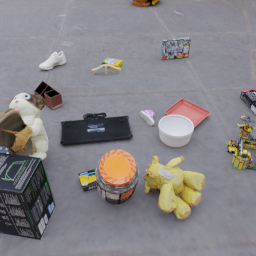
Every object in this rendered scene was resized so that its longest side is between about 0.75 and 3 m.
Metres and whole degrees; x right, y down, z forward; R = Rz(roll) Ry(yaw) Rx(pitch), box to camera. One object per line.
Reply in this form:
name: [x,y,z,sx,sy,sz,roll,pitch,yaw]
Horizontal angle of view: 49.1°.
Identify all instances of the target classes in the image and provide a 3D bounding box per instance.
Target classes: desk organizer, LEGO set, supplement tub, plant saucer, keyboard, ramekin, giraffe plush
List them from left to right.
desk organizer: [-3.257,-1.340,11.348,0.528,0.567,1.472,-30,48,-32]
keyboard: [-1.140,-0.018,9.952,2.458,0.315,1.476,-5,46,-7]
supplement tub: [-0.276,1.249,7.080,1.065,1.739,1.065,2,63,-3]
giraffe plush: [1.011,1.444,7.484,1.413,1.637,1.328,-48,21,-17]
ramekin: [1.608,0.129,9.502,1.167,0.612,1.167,0,39,0]
plant saucer: [2.211,-0.509,10.539,1.293,0.238,1.295,32,48,28]
LEGO set: [4.342,0.454,8.492,2.363,1.369,1.817,17,42,19]

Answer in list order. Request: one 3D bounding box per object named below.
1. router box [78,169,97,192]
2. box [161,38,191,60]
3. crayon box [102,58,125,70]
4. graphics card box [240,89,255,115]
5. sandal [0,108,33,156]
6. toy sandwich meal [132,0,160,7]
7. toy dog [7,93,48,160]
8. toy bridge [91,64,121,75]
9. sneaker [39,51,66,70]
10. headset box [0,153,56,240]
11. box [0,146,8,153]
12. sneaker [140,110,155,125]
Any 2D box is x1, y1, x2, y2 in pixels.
router box: [-1.000,1.482,8.156,0.779,0.199,0.581,-14,41,-17]
box: [2.439,-4.050,14.362,1.450,0.993,0.289,-9,40,-10]
crayon box: [-0.707,-3.173,13.860,1.002,0.258,0.630,16,42,18]
graphics card box: [5.217,-1.026,11.126,0.892,0.362,1.423,-6,38,-9]
sandal: [-2.552,0.261,6.575,0.598,2.214,0.889,24,66,9]
toy sandwich meal: [1.504,-10.385,22.344,2.660,0.911,2.660,2,37,-2]
toy dog: [-2.816,-0.082,8.000,1.274,1.825,1.770,3,13,22]
toy bridge: [-1.041,-2.760,13.192,1.379,0.464,0.188,-3,40,-4]
sneaker: [-3.728,-3.325,13.690,0.540,0.718,1.442,32,50,31]
headset box: [-3.092,1.578,6.679,2.207,1.921,1.024,5,40,8]
box: [-4.428,0.697,8.822,2.245,0.573,1.770,5,40,6]
sneaker: [0.862,-0.433,10.448,0.492,0.313,0.863,-15,41,-22]
